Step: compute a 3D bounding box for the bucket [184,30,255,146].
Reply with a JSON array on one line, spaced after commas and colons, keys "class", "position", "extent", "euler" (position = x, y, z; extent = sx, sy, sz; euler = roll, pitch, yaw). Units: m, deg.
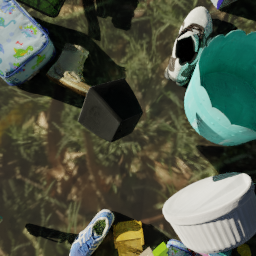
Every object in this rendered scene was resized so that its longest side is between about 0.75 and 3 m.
[{"class": "bucket", "position": [2.903, -0.916, 7.405], "extent": [2.818, 1.833, 2.818], "euler": [2, 72, -5]}]

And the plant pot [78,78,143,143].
[{"class": "plant pot", "position": [-0.324, -0.334, 6.508], "extent": [1.115, 1.113, 0.989], "euler": [-25, 64, -42]}]

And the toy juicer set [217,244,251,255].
[{"class": "toy juicer set", "position": [2.395, 3.370, 7.430], "extent": [1.506, 0.410, 0.958], "euler": [15, 97, 5]}]

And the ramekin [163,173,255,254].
[{"class": "ramekin", "position": [2.067, 2.041, 6.782], "extent": [2.283, 2.283, 1.063], "euler": [-25, 90, -5]}]

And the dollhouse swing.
[{"class": "dollhouse swing", "position": [0.032, 3.026, 7.586], "extent": [0.772, 0.679, 0.702], "euler": [-8, 37, -1]}]

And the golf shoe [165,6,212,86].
[{"class": "golf shoe", "position": [1.942, -2.590, 8.211], "extent": [1.044, 1.269, 2.686], "euler": [19, 77, 5]}]

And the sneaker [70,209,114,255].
[{"class": "sneaker", "position": [-0.996, 2.871, 7.361], "extent": [0.630, 0.641, 1.663], "euler": [33, 81, 5]}]

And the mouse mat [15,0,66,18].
[{"class": "mouse mat", "position": [-2.799, -4.890, 8.710], "extent": [2.236, 0.105, 2.779], "euler": [22, 66, -13]}]

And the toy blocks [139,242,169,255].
[{"class": "toy blocks", "position": [0.374, 4.519, 6.768], "extent": [2.956, 1.477, 2.021], "euler": [-39, 92, -7]}]

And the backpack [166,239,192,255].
[{"class": "backpack", "position": [1.253, 3.240, 7.182], "extent": [0.760, 0.830, 0.610], "euler": [23, 60, 6]}]

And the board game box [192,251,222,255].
[{"class": "board game box", "position": [1.976, 3.766, 7.181], "extent": [0.930, 0.245, 1.216], "euler": [21, 97, 4]}]

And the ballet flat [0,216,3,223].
[{"class": "ballet flat", "position": [-3.490, 2.297, 7.060], "extent": [0.366, 0.968, 0.309], "euler": [25, 67, 20]}]

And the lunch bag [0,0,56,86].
[{"class": "lunch bag", "position": [-3.469, -2.610, 8.336], "extent": [1.932, 0.991, 2.404], "euler": [-43, 81, -7]}]

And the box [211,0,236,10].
[{"class": "box", "position": [3.454, -4.741, 8.465], "extent": [1.756, 1.615, 0.921], "euler": [-29, 82, -6]}]

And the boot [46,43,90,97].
[{"class": "boot", "position": [-1.423, -1.720, 8.366], "extent": [1.673, 0.609, 1.301], "euler": [26, 79, 9]}]

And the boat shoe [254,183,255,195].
[{"class": "boat shoe", "position": [3.326, 1.882, 7.670], "extent": [1.452, 0.452, 0.542], "euler": [-27, 81, -4]}]
